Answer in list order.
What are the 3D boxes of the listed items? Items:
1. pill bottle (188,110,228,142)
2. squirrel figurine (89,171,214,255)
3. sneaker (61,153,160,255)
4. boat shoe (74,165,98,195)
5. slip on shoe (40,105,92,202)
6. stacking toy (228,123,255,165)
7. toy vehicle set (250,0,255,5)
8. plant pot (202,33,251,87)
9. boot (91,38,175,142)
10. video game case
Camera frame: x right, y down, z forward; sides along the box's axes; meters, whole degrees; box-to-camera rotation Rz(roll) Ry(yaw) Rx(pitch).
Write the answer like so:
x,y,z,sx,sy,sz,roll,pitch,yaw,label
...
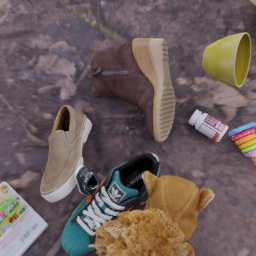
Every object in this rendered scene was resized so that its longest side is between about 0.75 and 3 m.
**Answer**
x,y,z,sx,sy,sz,roll,pitch,yaw,label
1.938,-0.063,6.806,0.851,0.466,0.466,34,71,15,pill bottle
0.551,2.066,4.655,1.991,2.813,2.626,18,79,18,squirrel figurine
-0.373,1.485,5.857,0.971,1.087,2.719,40,73,15,sneaker
-0.743,1.072,5.355,0.344,1.017,0.365,20,61,17,boat shoe
-1.374,0.405,5.901,0.936,0.746,2.461,-21,33,25,slip on shoe
2.876,0.459,6.607,0.581,0.614,1.058,-21,78,-5,stacking toy
4.477,-2.948,7.581,2.550,0.338,1.584,47,43,12,toy vehicle set
2.237,-1.571,6.480,0.843,1.188,1.188,12,65,36,plant pot
0.041,-0.874,6.871,2.059,0.895,2.475,-4,87,33,boot
-2.784,2.220,6.020,1.450,0.182,1.593,38,75,15,video game case
